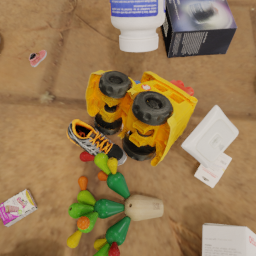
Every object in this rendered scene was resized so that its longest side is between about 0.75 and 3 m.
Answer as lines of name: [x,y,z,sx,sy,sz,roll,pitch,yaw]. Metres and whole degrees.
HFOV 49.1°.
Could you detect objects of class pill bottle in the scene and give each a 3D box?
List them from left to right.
pill bottle: [0.210,-2.976,6.375,1.287,2.297,1.287,-2,27,1]

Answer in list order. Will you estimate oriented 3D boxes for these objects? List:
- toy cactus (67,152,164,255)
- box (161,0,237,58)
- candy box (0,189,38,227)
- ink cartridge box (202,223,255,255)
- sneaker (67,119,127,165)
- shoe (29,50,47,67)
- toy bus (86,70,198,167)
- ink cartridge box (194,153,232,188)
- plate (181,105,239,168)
toy cactus: [-0.279,1.878,6.915,2.341,1.451,2.837,2,53,-10]
box: [2.330,-3.723,9.779,2.123,1.319,2.141,-5,62,-4]
candy box: [-2.876,2.068,7.270,0.854,0.260,0.582,-31,65,-16]
ink cartridge box: [2.191,3.288,5.723,0.966,1.664,2.255,-8,58,34]
sneaker: [-0.899,0.415,7.832,1.930,0.745,0.755,29,62,4]
shoe: [-3.103,-2.486,9.649,0.280,0.357,0.785,25,65,13]
toy bus: [0.561,-0.741,8.007,2.765,1.876,2.654,36,51,20]
ink cartridge box: [2.304,1.124,7.717,0.624,0.359,1.066,34,67,17]
plate: [1.944,0.265,6.372,1.199,1.201,0.194,-50,35,2]
